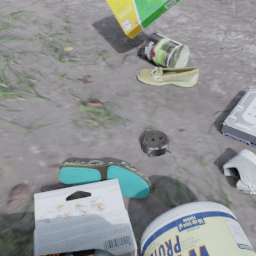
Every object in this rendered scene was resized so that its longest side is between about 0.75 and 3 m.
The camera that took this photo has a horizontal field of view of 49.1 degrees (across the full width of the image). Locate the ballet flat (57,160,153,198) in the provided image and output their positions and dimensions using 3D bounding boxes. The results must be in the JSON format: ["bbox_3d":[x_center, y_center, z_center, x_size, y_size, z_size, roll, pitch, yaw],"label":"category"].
[{"bbox_3d":[-0.489,1.040,6.473,2.214,0.751,0.834,7,18,11],"label":"ballet flat"}]

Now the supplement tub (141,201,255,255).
[{"bbox_3d":[1.221,2.425,3.945,1.673,1.673,2.307,-8,41,-10],"label":"supplement tub"}]

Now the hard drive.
[{"bbox_3d":[3.992,-0.293,8.206,1.711,0.463,2.449,26,47,28],"label":"hard drive"}]

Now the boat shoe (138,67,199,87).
[{"bbox_3d":[1.417,-1.934,10.006,2.147,0.676,0.783,9,40,10],"label":"boat shoe"}]

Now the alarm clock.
[{"bbox_3d":[0.695,0.318,7.560,0.754,0.372,1.118,-10,38,-11],"label":"alarm clock"}]

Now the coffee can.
[{"bbox_3d":[1.435,-2.917,10.842,1.118,1.118,1.528,-27,46,-28],"label":"coffee can"}]

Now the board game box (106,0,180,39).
[{"bbox_3d":[0.199,-4.947,9.810,2.779,2.126,0.560,61,24,10],"label":"board game box"}]

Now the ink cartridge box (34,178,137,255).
[{"bbox_3d":[-0.890,1.899,5.508,1.809,0.405,1.594,-9,45,-11],"label":"ink cartridge box"}]

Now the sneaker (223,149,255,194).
[{"bbox_3d":[2.931,1.285,6.212,0.876,0.721,1.904,-26,38,-17],"label":"sneaker"}]

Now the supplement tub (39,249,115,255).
[{"bbox_3d":[-1.118,2.611,3.652,2.904,1.779,1.779,-4,40,-6],"label":"supplement tub"}]
